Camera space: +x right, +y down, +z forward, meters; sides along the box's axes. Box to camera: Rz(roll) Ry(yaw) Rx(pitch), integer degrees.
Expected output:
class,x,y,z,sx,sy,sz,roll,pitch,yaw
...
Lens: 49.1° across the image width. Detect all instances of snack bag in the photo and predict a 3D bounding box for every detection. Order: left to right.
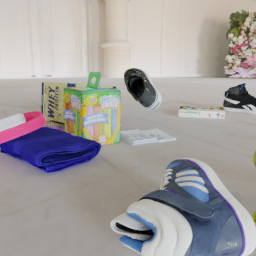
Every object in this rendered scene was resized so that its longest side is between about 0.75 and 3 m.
class,x,y,z,sx,sy,sz,roll,pitch,yaw
snack bag,0.498,0.198,7.561,1.308,0.140,1.233,-4,13,-19

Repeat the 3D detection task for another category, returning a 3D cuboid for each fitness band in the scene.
class,x,y,z,sx,sy,sz,roll,pitch,yaw
fitness band,-2.963,0.137,5.917,2.453,0.459,1.762,-22,10,-31

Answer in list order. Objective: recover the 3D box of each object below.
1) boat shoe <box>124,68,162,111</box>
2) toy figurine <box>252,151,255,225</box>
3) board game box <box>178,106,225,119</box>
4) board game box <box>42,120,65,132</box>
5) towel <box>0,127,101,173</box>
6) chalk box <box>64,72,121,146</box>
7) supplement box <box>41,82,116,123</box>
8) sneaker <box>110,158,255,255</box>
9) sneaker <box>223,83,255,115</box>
class,x,y,z,sx,sy,sz,roll,pitch,yaw
boat shoe,0.317,-1.416,8.959,0.689,0.835,2.434,30,17,-35
toy figurine,2.818,0.951,3.294,2.408,1.270,1.442,6,-16,34
board game box,2.833,-0.624,10.818,1.688,0.292,1.065,3,14,14
board game box,-2.100,-0.025,8.454,1.385,0.224,0.832,7,10,28
towel,-1.738,0.417,5.943,2.002,0.496,1.478,14,15,41
chalk box,-0.903,-0.505,6.975,1.088,1.758,1.094,-9,15,-34
supplement box,-1.646,-0.848,9.252,1.792,1.204,1.794,-4,10,-44
sneaker,0.411,0.854,3.270,1.326,0.730,1.811,2,17,-16
sneaker,4.945,-1.206,11.321,2.159,1.208,0.789,8,17,32
